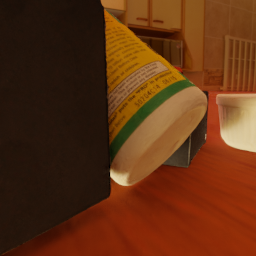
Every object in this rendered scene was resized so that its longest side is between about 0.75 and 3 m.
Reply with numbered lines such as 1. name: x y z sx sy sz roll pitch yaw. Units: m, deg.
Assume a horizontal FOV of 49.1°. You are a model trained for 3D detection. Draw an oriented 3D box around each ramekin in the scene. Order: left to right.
1. ramekin: 2.750 -0.143 5.366 2.104 0.980 2.104 0 8 0

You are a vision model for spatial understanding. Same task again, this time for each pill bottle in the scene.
1. pill bottle: -0.373 -0.634 3.521 2.484 1.400 1.400 45 29 19

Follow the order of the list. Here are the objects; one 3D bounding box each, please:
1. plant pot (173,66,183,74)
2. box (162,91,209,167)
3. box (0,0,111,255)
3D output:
1. plant pot: 1.265 -1.522 10.538 1.806 1.593 1.808 9 19 2
2. box: 0.384 -0.146 5.065 1.870 1.098 1.839 5 11 22
3. box: -2.198 -0.117 2.166 2.947 1.858 2.998 5 13 38
